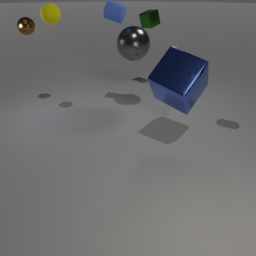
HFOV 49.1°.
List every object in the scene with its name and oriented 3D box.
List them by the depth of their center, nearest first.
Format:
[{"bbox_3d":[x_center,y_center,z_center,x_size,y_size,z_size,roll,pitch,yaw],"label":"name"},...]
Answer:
[{"bbox_3d":[1.696,-1.558,9.290,1.400,1.400,1.400,32,80,24],"label":"cube"},{"bbox_3d":[-2.735,-4.026,9.879,0.700,0.700,0.700,0,28,0],"label":"ball"},{"bbox_3d":[-0.510,-4.565,11.002,0.700,0.700,0.700,21,31,7],"label":"cylinder"},{"bbox_3d":[-4.167,-4.175,11.464,0.700,0.700,0.700,0,28,0],"label":"ball"},{"bbox_3d":[0.226,-3.512,11.659,1.400,1.400,1.400,0,28,0],"label":"ball"},{"bbox_3d":[1.079,-5.396,13.860,0.700,0.700,0.700,-35,37,-27],"label":"cube"}]
